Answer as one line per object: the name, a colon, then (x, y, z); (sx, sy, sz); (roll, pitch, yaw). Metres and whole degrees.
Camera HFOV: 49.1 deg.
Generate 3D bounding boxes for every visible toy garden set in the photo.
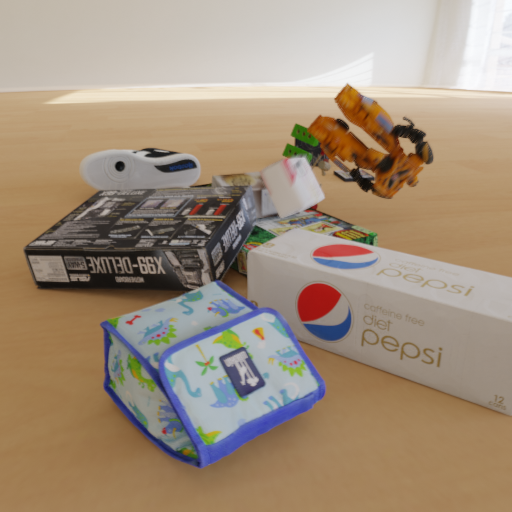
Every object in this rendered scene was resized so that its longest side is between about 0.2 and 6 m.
toy garden set: (1.164, -1.987, 13.087); (0.362, 1.816, 1.514); (9, 19, -45)

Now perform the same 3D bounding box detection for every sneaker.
sneaker: (-3.315, -2.284, 14.965); (3.259, 1.191, 1.823); (-6, 18, -36)

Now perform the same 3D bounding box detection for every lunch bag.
lunch bag: (-0.487, 1.230, 5.947); (1.649, 1.236, 1.940); (-19, 37, -36)

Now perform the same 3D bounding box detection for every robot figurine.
robot figurine: (2.393, -2.250, 11.682); (2.540, 1.841, 0.739); (40, 39, -5)

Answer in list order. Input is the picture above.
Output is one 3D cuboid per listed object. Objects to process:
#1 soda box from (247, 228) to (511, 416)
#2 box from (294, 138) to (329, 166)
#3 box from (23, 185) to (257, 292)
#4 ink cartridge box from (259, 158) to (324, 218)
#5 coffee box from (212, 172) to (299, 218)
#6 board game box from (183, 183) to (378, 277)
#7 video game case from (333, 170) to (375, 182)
soda box: (1.675, 0.659, 7.317); (3.684, 1.173, 1.255); (15, 26, 34)
box: (1.766, -3.417, 17.681); (1.062, 1.081, 0.670); (5, 20, 11)
box: (-1.844, -0.378, 9.568); (3.187, 0.793, 2.513); (0, 28, 16)
ink cartridge box: (0.571, -1.076, 8.634); (0.456, 0.786, 1.065); (-26, 1, 27)
coffee box: (0.003, -1.198, 11.013); (1.579, 0.630, 0.892); (-8, 32, -21)
board game box: (-0.186, -0.707, 11.627); (2.626, 0.588, 5.012); (-16, 27, -30)
video game case: (2.827, -2.325, 16.231); (0.897, 0.127, 0.993); (-4, 22, -12)
